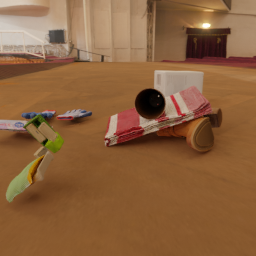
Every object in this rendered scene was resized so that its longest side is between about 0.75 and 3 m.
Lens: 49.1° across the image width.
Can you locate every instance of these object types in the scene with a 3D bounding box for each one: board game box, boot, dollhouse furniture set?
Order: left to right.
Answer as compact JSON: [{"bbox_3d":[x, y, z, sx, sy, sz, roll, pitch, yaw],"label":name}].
[{"bbox_3d":[-2.880,-0.027,7.545,1.199,0.247,1.202,3,-5,17],"label":"board game box"},{"bbox_3d":[-1.669,0.385,4.792,0.810,0.626,1.621,-33,21,19],"label":"dollhouse furniture set"},{"bbox_3d":[1.429,-0.002,7.300,1.613,0.796,2.077,-4,26,33],"label":"boot"}]

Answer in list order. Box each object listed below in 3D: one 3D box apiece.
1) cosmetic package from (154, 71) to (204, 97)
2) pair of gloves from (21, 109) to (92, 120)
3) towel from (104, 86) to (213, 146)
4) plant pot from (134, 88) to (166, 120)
[{"bbox_3d":[2.070,-1.686,11.719,1.663,1.383,1.392,-2,13,-11],"label":"cosmetic package"},{"bbox_3d":[-2.352,-0.478,9.453,2.181,0.248,1.753,0,9,6],"label":"pair of gloves"},{"bbox_3d":[0.707,-0.421,7.679,2.794,0.318,2.012,-19,19,8],"label":"towel"},{"bbox_3d":[0.657,-0.679,7.339,0.795,0.795,0.850,5,13,15],"label":"plant pot"}]
